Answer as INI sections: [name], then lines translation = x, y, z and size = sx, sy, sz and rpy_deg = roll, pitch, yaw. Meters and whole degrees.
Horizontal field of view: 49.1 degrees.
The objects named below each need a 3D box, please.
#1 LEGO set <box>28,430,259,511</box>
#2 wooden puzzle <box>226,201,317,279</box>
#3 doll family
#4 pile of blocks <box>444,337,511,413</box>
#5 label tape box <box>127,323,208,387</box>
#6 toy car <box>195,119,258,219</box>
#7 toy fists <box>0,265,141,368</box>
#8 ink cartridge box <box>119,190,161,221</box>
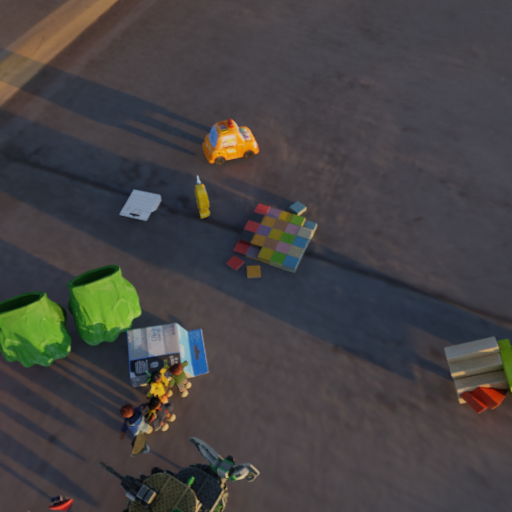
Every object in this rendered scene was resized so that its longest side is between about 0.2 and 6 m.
[LEGO set]
translation = -1.675, 3.794, 7.865
size = 3.708, 1.051, 2.408
rpy_deg = -8, 50, 10
[wooden puzzle]
translation = 0.393, -0.377, 11.383
size = 1.330, 0.158, 2.243
rpy_deg = 18, 54, 14
[doll family]
translation = -1.601, 2.270, 8.864
size = 0.594, 0.874, 1.513
rpy_deg = 12, 53, 16
[pile of blocks]
translation = 4.731, 1.962, 8.787
size = 3.454, 1.418, 1.073
rpy_deg = -1, 52, -1
[label tape box]
translation = -1.533, 1.660, 9.647
size = 1.286, 0.425, 0.921
rpy_deg = -10, 53, -6
[toy car]
translation = -0.622, -2.053, 12.155
size = 1.297, 0.880, 2.643
rpy_deg = 0, 49, 2
[toy fists]
translation = -3.225, 1.071, 9.627
size = 2.426, 1.237, 0.834
rpy_deg = -20, 23, -16
[ink cartridge box]
translation = -2.452, -1.036, 11.883
size = 0.631, 0.221, 0.776
rpy_deg = 13, 57, 9
